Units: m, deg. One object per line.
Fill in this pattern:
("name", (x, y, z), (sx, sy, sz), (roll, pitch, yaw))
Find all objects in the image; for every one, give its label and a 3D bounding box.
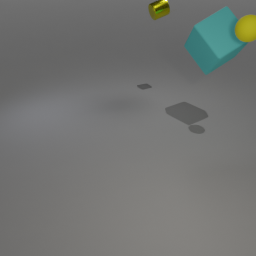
("cylinder", (1.329, -5.083, 11.984), (0.700, 0.700, 0.700), (-26, 34, -7))
("ball", (3.255, -2.681, 7.555), (0.700, 0.700, 0.700), (0, 29, 0))
("cube", (3.045, -2.971, 9.700), (1.400, 1.400, 1.400), (-33, -8, -9))
